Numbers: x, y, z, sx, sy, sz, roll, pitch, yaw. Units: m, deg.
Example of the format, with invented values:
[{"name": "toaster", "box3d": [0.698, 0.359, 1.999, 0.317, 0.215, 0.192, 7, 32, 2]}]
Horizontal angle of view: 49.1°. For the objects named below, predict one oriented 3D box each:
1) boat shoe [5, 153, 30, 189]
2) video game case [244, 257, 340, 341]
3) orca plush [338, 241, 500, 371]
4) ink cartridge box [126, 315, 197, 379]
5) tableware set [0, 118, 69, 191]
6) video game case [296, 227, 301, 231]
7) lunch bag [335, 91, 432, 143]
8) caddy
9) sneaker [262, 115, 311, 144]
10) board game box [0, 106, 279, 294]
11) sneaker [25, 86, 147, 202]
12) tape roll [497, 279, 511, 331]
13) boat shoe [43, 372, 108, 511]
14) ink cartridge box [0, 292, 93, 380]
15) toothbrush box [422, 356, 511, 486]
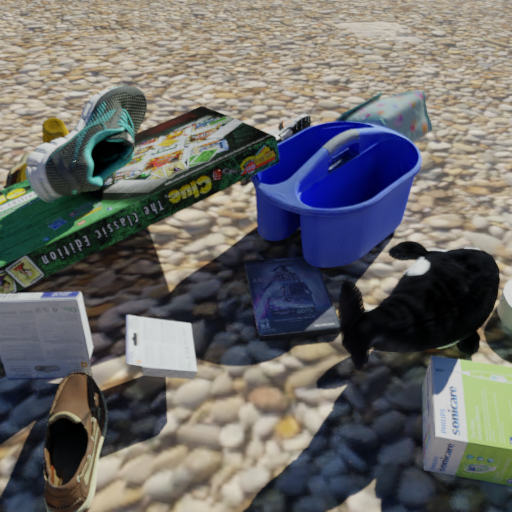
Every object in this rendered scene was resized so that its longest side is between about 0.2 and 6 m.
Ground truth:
[{"name": "boat shoe", "box3d": [-4.752, -1.634, 11.899, 0.705, 0.723, 1.910, 1, 40, -3]}, {"name": "video game case", "box3d": [0.564, 0.662, 9.458, 1.316, 0.175, 1.843, -5, 40, -7]}, {"name": "orca plush", "box3d": [2.660, 0.362, 7.915, 3.721, 1.323, 1.957, 1, 59, -37]}, {"name": "ink cartridge box", "box3d": [-1.367, 1.283, 7.894, 0.988, 0.201, 0.986, 12, 33, -20]}, {"name": "tableware set", "box3d": [-5.166, -1.342, 10.881, 3.942, 0.605, 2.655, -41, 80, -22]}, {"name": "video game case", "box3d": [0.951, -0.975, 11.495, 1.494, 0.172, 1.361, -3, 39, -4]}, {"name": "lunch bag", "box3d": [2.753, -3.017, 12.992, 1.674, 1.198, 1.965, -35, 28, -26]}, {"name": "caddy", "box3d": [1.484, -1.422, 10.466, 2.486, 1.846, 3.517, 31, 48, 30]}, {"name": "sneaker", "box3d": [0.538, -2.897, 13.412, 0.861, 0.793, 2.151, 25, 45, 30]}, {"name": "board game box", "box3d": [-2.551, -1.158, 9.773, 5.400, 0.634, 2.829, -29, 39, -19]}, {"name": "sneaker", "box3d": [-2.436, -1.898, 9.350, 1.310, 1.114, 2.872, 3, 47, 29]}, {"name": "tape roll", "box3d": [4.555, 0.844, 9.034, 1.190, 0.416, 1.190, 0, 38, 0]}, {"name": "boat shoe", "box3d": [-2.292, 2.187, 7.075, 0.763, 0.764, 2.065, -9, 40, -11]}, {"name": "ink cartridge box", "box3d": [-3.025, 1.139, 7.958, 1.290, 1.313, 0.284, -2, 26, 2]}, {"name": "toothbrush box", "box3d": [3.107, 2.121, 7.138, 1.818, 0.783, 1.324, 8, 39, 9]}]
